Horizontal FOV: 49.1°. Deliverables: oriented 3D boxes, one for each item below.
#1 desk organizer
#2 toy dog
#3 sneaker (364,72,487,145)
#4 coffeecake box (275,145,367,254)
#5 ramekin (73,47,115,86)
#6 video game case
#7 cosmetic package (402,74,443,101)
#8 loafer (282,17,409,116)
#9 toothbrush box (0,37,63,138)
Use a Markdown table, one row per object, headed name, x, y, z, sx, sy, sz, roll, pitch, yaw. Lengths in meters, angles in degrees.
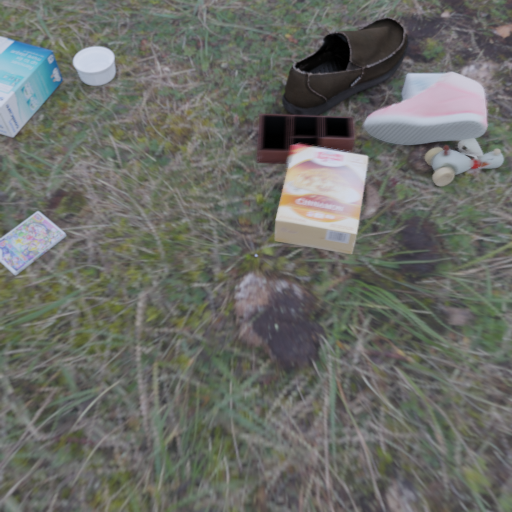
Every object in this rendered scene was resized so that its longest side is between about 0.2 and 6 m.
| name | x | y | z | sx | sy | sz | roll | pitch | yaw |
| --- | --- | --- | --- | --- | --- | --- | --- | --- | --- |
| desk organizer | 1.007 | -2.407 | 11.598 | 1.970 | 0.758 | 0.707 | 2 | 57 | 1 |
| toy dog | 4.220 | -2.031 | 11.341 | 1.610 | 0.775 | 1.062 | -27 | 61 | -17 |
| sneaker | 3.522 | -3.069 | 11.620 | 2.407 | 0.906 | 1.258 | 3 | 70 | 25 |
| coffeecake box | 1.268 | -1.120 | 10.782 | 1.488 | 0.708 | 1.939 | 10 | 57 | 7 |
| ramekin | -3.753 | -4.421 | 13.112 | 0.931 | 0.454 | 0.931 | 0 | 57 | -1 |
| video game case | -4.324 | -0.257 | 10.577 | 0.843 | 0.106 | 1.177 | 36 | 64 | 21 |
| cosmetic package | 3.844 | -3.465 | 12.382 | 1.012 | 0.624 | 1.015 | 0 | 59 | 0 |
| loafer | 2.116 | -4.405 | 12.493 | 3.582 | 1.278 | 1.307 | -39 | 64 | -18 |
| toothbrush box | -5.573 | -3.773 | 12.434 | 1.505 | 0.877 | 2.055 | 19 | 60 | 12 |
